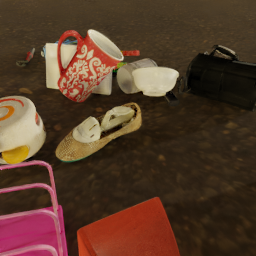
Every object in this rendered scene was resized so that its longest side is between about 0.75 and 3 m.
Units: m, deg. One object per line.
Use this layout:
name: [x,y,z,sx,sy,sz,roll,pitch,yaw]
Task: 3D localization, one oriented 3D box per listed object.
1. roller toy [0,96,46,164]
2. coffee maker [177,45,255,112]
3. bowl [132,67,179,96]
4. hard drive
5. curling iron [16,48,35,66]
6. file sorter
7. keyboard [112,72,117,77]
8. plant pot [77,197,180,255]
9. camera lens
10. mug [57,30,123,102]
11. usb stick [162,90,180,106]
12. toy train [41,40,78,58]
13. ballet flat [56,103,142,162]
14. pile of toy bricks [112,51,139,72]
roller toy: [-3.236,0.079,7.808,1.890,1.321,1.724,14,47,25]
coffee maker: [3.558,-1.583,10.215,2.646,1.782,2.541,20,58,29]
bowl: [0.936,-1.542,9.743,1.642,0.738,1.642,3,-5,0]
hard drive: [-1.928,-2.319,10.977,2.650,1.748,0.348,8,19,12]
curling iron: [-5.138,-3.713,14.323,0.612,0.315,2.469,-1,34,-1]
file sorter: [-2.003,2.032,4.636,1.838,1.659,2.645,-9,35,-14]
keyboard: [-1.064,-2.538,12.667,2.035,0.261,1.222,-15,43,-22]
plant pot: [0.107,2.269,4.609,1.471,1.472,1.297,-16,49,-22]
camera lens: [0.441,-2.067,11.129,1.449,1.159,1.159,-24,41,-30]
mug: [-1.599,-2.277,10.001,1.987,2.238,1.493,43,26,0]
usb stick: [1.514,-1.314,10.826,0.462,0.272,1.668,-11,36,-8]
toy train: [-3.266,-3.872,13.950,1.992,0.864,1.138,-23,29,-30]
ballet flat: [-0.796,-0.037,8.244,2.989,0.976,1.054,-29,55,-34]
pile of toy bricks: [-0.657,-2.572,11.433,2.564,1.423,1.266,-9,17,-24]
